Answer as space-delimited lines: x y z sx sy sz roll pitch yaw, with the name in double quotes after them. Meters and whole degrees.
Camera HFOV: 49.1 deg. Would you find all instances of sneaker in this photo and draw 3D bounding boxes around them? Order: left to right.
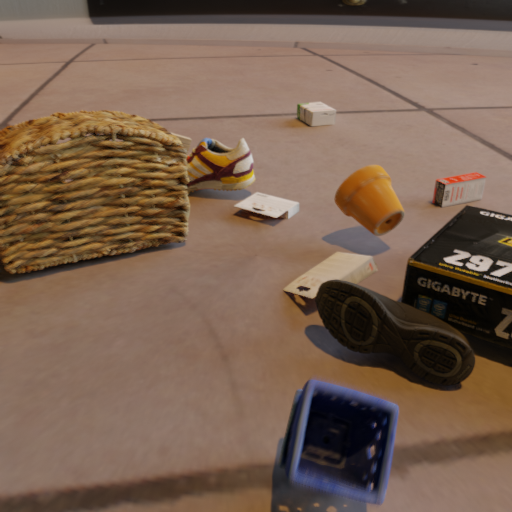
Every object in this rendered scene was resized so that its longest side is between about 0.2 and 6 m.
-1.227 -1.949 11.794 2.400 1.081 0.899 -3 29 13 "sneaker"
1.731 0.907 7.148 2.083 0.791 0.946 29 18 17 "sneaker"

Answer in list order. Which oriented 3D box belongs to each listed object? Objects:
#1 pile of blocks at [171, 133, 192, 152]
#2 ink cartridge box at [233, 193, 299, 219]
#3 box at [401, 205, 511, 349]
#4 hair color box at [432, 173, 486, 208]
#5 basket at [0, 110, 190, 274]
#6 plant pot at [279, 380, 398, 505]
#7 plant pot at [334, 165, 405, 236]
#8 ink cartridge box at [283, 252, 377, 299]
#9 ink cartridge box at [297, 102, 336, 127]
-2.527 -2.261 11.978 2.238 0.919 0.695 -18 38 -27 "pile of blocks"
0.203 -0.926 11.018 1.009 0.220 0.876 17 34 29 "ink cartridge box"
4.208 0.425 7.665 3.623 0.894 2.893 19 30 30 "box"
4.157 -1.354 11.470 1.045 0.530 0.320 -11 31 -21 "hair color box"
-3.001 -1.401 9.627 3.205 2.287 2.387 -12 30 -23 "basket"
0.710 1.703 5.199 0.887 0.797 0.887 17 72 -5 "plant pot"
1.999 -0.871 9.537 1.004 1.004 0.919 -16 58 -27 "plant pot"
1.102 0.360 8.392 1.159 0.291 0.940 -35 18 -19 "ink cartridge box"
1.797 -4.262 16.825 0.803 0.464 1.099 -9 30 -16 "ink cartridge box"
